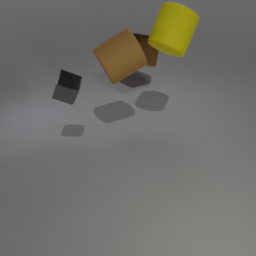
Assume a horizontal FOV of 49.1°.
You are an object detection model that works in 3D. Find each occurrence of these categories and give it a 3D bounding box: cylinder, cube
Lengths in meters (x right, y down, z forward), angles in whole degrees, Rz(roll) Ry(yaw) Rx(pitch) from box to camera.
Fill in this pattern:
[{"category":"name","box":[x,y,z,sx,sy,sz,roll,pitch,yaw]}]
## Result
[{"category":"cylinder","box":[-0.277,-2.453,9.679,1.400,1.400,1.400,-31,37,1]},{"category":"cube","box":[0.557,-3.884,13.882,1.400,1.400,1.400,-6,22,-42]},{"category":"cylinder","box":[1.590,-3.435,9.886,1.400,1.400,1.400,22,7,-3]},{"category":"cube","box":[-1.933,-1.287,8.903,0.700,0.700,0.700,18,51,-17]}]
